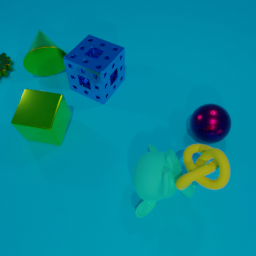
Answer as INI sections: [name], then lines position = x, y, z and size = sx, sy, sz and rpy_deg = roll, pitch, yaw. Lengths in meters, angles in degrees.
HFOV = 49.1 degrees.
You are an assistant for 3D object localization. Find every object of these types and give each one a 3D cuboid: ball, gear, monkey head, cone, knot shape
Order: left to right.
[gear]
position = -4.495, -2.015, 9.159
size = 1.332, 0.246, 1.332
rpy_deg = 0, 49, 0
[cone]
position = -2.673, -2.589, 8.795
size = 1.365, 1.365, 1.370
rpy_deg = -14, 67, -10
[monkey head]
position = 0.797, 1.193, 6.472
size = 1.132, 1.352, 1.879
rpy_deg = -22, 42, 42
[knot shape]
position = 1.406, 0.841, 5.584
size = 1.120, 0.553, 1.197
rpy_deg = -41, 22, 5
[ball]
position = 2.156, -0.119, 7.352
size = 1.054, 1.054, 1.054
rpy_deg = 0, 54, 0

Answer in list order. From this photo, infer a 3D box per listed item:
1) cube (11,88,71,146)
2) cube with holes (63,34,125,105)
[cube]
position = -2.226, -0.267, 7.365
size = 1.044, 1.044, 1.044
rpy_deg = 9, 65, 7
[cube with holes]
position = -0.948, -1.757, 8.413
size = 1.260, 1.260, 1.260
rpy_deg = 25, 58, 17
